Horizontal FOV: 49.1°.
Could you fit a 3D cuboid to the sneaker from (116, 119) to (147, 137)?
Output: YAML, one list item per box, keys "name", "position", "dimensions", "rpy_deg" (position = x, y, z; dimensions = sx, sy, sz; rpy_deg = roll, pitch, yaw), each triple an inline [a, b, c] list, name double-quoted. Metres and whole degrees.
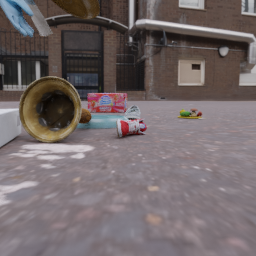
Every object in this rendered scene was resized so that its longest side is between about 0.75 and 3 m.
- name: "sneaker"
  position: [0.098, -0.013, 6.439]
  dimensions: [0.637, 0.403, 1.133]
  rpy_deg: [-3, 4, 7]

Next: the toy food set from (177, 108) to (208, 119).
- name: "toy food set"
  position: [2.631, -0.611, 11.520]
  dimensions: [0.755, 0.419, 1.284]
  rpy_deg: [-6, 9, -43]

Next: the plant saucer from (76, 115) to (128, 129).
- name: "plant saucer"
  position: [-0.950, -0.231, 8.869]
  dimensions: [2.137, 0.293, 2.137]
  rpy_deg: [1, 7, 0]

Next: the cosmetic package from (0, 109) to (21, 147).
- name: "cosmetic package"
  position: [-3.194, 0.009, 5.135]
  dimensions: [1.893, 0.649, 2.511]
  rpy_deg: [1, 7, -9]

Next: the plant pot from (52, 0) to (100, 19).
- name: "plant pot"
  position: [-1.600, -3.386, 6.868]
  dimensions: [2.048, 0.281, 2.048]
  rpy_deg: [33, -8, 5]

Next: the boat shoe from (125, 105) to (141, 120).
- name: "boat shoe"
  position: [0.189, -0.569, 10.631]
  dimensions: [0.619, 0.538, 1.679]
  rpy_deg: [1, 7, 7]

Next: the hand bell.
- name: "hand bell"
  position: [-1.349, -0.349, 6.715]
  dimensions: [1.307, 1.307, 2.511]
  rpy_deg: [1, 0, 9]

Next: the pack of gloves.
- name: "pack of gloves"
  position: [-2.448, -3.104, 6.429]
  dimensions: [0.399, 2.025, 1.701]
  rpy_deg: [-21, 18, 18]

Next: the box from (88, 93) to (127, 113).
- name: "box"
  position: [-1.144, -1.421, 15.759]
  dimensions: [2.118, 1.056, 1.011]
  rpy_deg: [2, 7, 10]
